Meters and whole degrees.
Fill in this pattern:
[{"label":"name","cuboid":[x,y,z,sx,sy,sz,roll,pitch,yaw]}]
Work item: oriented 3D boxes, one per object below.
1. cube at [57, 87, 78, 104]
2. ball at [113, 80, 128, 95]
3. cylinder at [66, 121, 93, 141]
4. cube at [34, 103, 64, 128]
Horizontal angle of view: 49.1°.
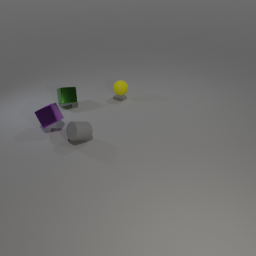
[{"label":"cube","cuboid":[-2.749,-1.463,12.620,0.700,0.700,0.700,-8,6,-28]},{"label":"ball","cuboid":[-0.346,-1.880,13.135,0.700,0.700,0.700,0,31,0]},{"label":"cylinder","cuboid":[-1.776,0.107,10.229,0.700,0.700,0.700,0,22,-47]},{"label":"cube","cuboid":[-3.041,-0.494,10.852,0.700,0.700,0.700,-26,7,10]}]
